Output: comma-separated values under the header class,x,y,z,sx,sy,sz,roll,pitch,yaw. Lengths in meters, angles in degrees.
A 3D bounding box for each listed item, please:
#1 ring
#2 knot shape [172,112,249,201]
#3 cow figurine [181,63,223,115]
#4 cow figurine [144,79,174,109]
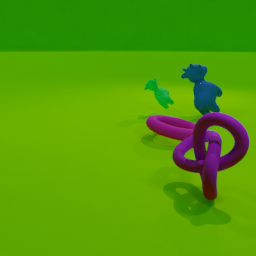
class,x,y,z,sx,sy,sz,roll,pitch,yaw
ring,1.284,-0.017,7.707,1.610,0.322,1.610,11,15,-3
knot shape,1.298,0.415,4.783,0.651,1.409,1.319,13,5,-23
cow figurine,2.524,-1.366,9.736,1.624,1.651,0.906,32,-34,-24
cow figurine,1.108,-1.253,10.066,1.050,0.586,1.067,25,33,-47
